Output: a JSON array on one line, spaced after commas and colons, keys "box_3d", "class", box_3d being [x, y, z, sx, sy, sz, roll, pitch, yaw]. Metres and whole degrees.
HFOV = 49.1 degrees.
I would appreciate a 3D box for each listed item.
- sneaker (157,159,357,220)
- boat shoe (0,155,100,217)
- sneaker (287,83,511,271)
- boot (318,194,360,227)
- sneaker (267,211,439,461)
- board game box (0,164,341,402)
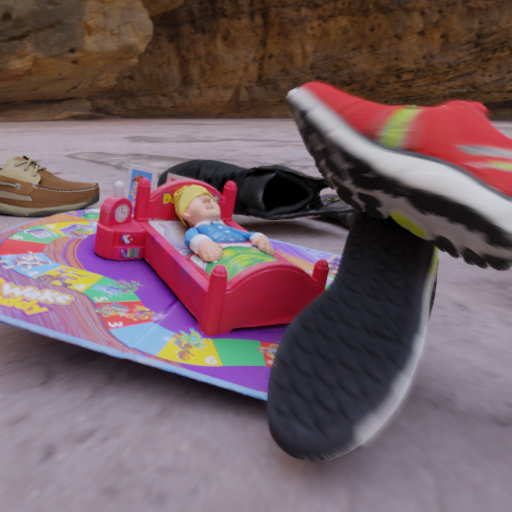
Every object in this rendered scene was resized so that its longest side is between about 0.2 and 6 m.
[{"box_3d": [-0.054, -1.139, 9.582, 3.382, 1.016, 1.764, 6, 1, -5], "class": "sneaker"}, {"box_3d": [-4.672, -1.404, 11.058, 3.010, 1.112, 1.139, 0, 17, -2], "class": "boat shoe"}, {"box_3d": [1.259, -0.816, 4.372, 1.051, 0.953, 2.476, -43, 53, -11], "class": "sneaker"}, {"box_3d": [1.909, -0.955, 10.473, 1.748, 0.605, 1.522, -10, 19, -26], "class": "boot"}, {"box_3d": [0.965, 0.617, 4.347, 0.922, 1.065, 2.571, 8, 43, 31], "class": "sneaker"}, {"box_3d": [-0.543, -0.145, 5.852, 4.589, 0.894, 3.626, 14, 21, 11], "class": "board game box"}]
